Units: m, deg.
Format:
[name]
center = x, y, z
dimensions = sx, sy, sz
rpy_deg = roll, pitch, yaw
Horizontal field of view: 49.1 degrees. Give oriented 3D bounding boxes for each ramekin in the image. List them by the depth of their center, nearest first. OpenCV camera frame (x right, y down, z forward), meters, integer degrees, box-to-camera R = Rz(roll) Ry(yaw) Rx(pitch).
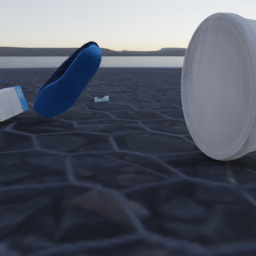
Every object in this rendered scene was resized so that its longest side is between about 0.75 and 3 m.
[ramekin]
center = 1.960, -0.722, 4.965
dimensions = 1.166, 2.504, 2.504
rpy_deg = -5, 15, -13

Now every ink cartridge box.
[ink cartridge box]
center = -3.526, -0.636, 7.738
dimensions = 0.750, 0.731, 1.167
rpy_deg = -4, 20, 28

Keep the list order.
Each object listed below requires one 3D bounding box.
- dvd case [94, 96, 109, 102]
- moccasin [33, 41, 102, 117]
[dvd case]
center = -1.072, -1.182, 11.458
dimensions = 0.590, 0.089, 0.809
rpy_deg = -5, 17, -3
[moccasin]
center = -1.647, -1.343, 8.058
dimensions = 2.713, 1.092, 0.925
rpy_deg = -37, 33, 21
